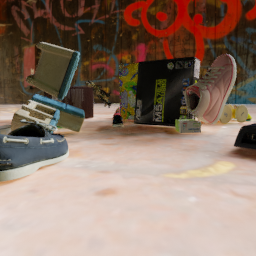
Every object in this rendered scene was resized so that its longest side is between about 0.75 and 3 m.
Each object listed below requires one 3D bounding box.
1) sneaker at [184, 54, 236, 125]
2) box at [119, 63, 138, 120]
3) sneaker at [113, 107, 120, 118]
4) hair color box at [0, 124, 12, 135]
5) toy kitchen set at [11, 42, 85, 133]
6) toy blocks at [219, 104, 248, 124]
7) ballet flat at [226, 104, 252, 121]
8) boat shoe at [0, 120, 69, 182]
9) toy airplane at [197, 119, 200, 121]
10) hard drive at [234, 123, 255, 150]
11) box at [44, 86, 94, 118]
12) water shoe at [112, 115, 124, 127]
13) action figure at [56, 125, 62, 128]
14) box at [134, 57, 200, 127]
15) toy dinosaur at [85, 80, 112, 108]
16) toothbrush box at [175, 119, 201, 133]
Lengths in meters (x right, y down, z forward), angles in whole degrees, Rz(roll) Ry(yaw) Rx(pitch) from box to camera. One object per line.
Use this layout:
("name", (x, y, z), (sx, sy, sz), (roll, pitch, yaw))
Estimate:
("sneaker", (2.678, -1.441, 9.223), (1.305, 2.496, 0.939), (20, -4, -31))
("box", (1.072, -1.806, 14.006), (2.668, 2.770, 1.690), (2, 7, 21))
("sneaker", (-0.560, -0.837, 15.246), (0.504, 0.593, 1.367), (1, 7, 6))
("hair color box", (-3.246, 0.154, 7.209), (0.632, 0.387, 1.277), (2, 6, 17))
("toy kitchen set", (-1.791, -0.985, 7.826), (1.747, 2.375, 2.965), (20, 11, -14))
("toy blocks", (4.007, -0.710, 13.028), (1.910, 0.832, 2.291), (-3, 7, -30))
("ballet flat", (5.308, -0.822, 14.241), (0.773, 0.776, 2.314), (0, 6, -21))
("boat shoe", (-1.649, 0.253, 4.702), (0.888, 0.734, 2.372), (2, 7, 15))
("toy airplane", (3.459, -0.720, 13.526), (1.106, 0.784, 1.111), (-1, -10, -6))
("hard drive", (3.816, 0.211, 5.849), (2.655, 0.562, 1.790), (5, 8, 39))
("box", (-3.090, -1.333, 14.682), (1.670, 1.687, 2.034), (6, 9, 44))
("water shoe", (-0.426, -0.282, 10.826), (0.415, 0.458, 1.160), (-1, 6, -11))
("action figure", (-2.660, -0.387, 11.077), (1.539, 0.713, 2.606), (2, 9, -6))
("box", (1.421, -1.323, 10.677), (2.459, 2.546, 0.605), (6, 1, 35))
("toy dinosaur", (-1.179, -1.490, 13.188), (0.992, 0.534, 2.252), (34, -12, 34))
("toothbrush box", (1.959, -0.064, 9.193), (0.656, 0.388, 0.901), (0, 8, -1))
